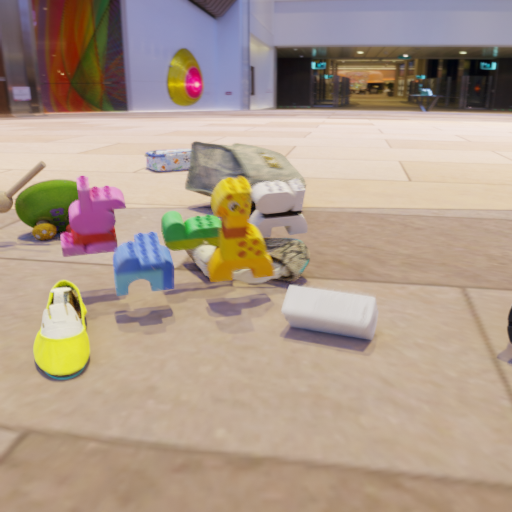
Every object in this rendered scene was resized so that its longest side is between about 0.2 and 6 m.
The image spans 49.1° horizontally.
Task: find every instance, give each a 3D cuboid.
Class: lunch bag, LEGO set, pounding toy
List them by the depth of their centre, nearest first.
[{"bbox_3d":[-0.749,-0.505,7.370,3.552,1.458,1.355,-7,40,-17],"label":"LEGO set"},{"bbox_3d":[-3.862,-0.759,10.529,1.453,0.873,1.882,-27,-25,12],"label":"pounding toy"},{"bbox_3d":[-0.197,-1.833,12.759,1.863,1.336,2.272,2,11,-45],"label":"lunch bag"},{"bbox_3d":[-2.772,-3.183,18.445,1.795,0.678,1.438,-7,18,-24],"label":"lunch bag"}]

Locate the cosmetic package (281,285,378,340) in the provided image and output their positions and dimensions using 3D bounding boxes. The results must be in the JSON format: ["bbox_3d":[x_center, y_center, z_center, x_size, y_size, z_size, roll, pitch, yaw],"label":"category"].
[{"bbox_3d":[0.891,0.678,6.716,1.052,0.535,0.390,9,65,21],"label":"cosmetic package"}]

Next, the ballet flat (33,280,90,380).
[{"bbox_3d":[-2.257,0.757,6.493,0.599,0.601,1.792,-5,19,-15],"label":"ballet flat"}]

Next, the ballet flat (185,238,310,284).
[{"bbox_3d":[-0.302,0.044,8.601,2.215,0.751,0.834,6,42,21],"label":"ballet flat"}]

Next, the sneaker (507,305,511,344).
[{"bbox_3d":[4.523,0.749,5.559,3.474,1.315,1.521,14,17,36],"label":"sneaker"}]
